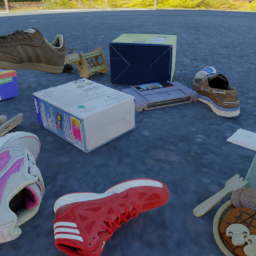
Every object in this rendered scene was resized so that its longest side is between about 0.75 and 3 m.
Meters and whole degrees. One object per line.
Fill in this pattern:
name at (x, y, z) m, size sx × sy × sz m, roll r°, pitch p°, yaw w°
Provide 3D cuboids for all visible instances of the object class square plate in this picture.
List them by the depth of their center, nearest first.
square plate at (3.467, 0.302, 8.081) m, size 0.901 × 0.129 × 0.909 m, roll 23°, pitch 35°, yaw 35°

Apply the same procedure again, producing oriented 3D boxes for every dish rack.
dish rack at (-2.474, -2.380, 8.352) m, size 1.689 × 0.461 × 1.295 m, roll -1°, pitch 18°, yaw 11°

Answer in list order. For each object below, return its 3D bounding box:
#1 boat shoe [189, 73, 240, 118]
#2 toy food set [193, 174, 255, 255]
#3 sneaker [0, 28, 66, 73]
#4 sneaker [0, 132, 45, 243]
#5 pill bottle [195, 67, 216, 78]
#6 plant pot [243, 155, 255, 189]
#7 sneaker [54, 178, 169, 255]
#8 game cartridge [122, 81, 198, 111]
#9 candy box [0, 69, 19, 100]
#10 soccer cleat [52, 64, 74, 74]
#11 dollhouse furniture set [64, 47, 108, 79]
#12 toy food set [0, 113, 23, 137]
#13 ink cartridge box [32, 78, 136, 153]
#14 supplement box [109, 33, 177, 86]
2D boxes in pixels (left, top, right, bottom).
boat shoe at (3.230, -1.467, 10.380) m, size 1.070 × 1.072 × 2.961 m, roll -8°, pitch 29°, yaw -14°
toy food set at (2.197, 1.633, 4.782) m, size 1.508 × 0.438 × 2.184 m, roll -33°, pitch 36°, yaw -12°
sneaker at (-2.468, -1.851, 6.360) m, size 0.905 × 0.971 × 2.570 m, roll 22°, pitch 17°, yaw 26°
sneaker at (-2.220, 1.142, 5.560) m, size 1.280 × 1.180 × 2.901 m, roll 3°, pitch 37°, yaw 4°
pill bottle at (3.497, -2.352, 12.490) m, size 0.665 × 0.665 × 1.186 m, roll 16°, pitch 32°, yaw 28°
plant pot at (3.931, 0.626, 5.033) m, size 2.382 × 2.433 × 2.389 m, roll -13°, pitch 31°, yaw -24°
sneaker at (-0.235, 1.702, 4.949) m, size 2.181 × 0.854 × 1.260 m, roll -14°, pitch 37°, yaw 1°
game cartridge at (1.190, -1.309, 10.805) m, size 2.536 × 0.487 × 1.644 m, roll -12°, pitch 34°, yaw -21°
candy box at (-6.114, -1.817, 10.983) m, size 2.455 × 1.119 × 2.904 m, roll -24°, pitch 37°, yaw -39°
soccer cleat at (-3.440, -2.910, 13.823) m, size 1.514 × 0.511 × 0.614 m, roll 6°, pitch 48°, yaw 11°
dollhouse furniture set at (-2.412, -2.868, 13.466) m, size 1.890 × 1.188 × 2.136 m, roll -7°, pitch 16°, yaw 46°
toy food set at (-4.677, -0.161, 8.282) m, size 2.458 × 0.742 × 1.764 m, roll 7°, pitch 29°, yaw 14°
ink cartridge box at (-1.491, -0.608, 8.687) m, size 2.990 × 1.141 × 2.040 m, roll 27°, pitch 38°, yaw 37°
supplement box at (0.786, -3.200, 12.843) m, size 2.680 × 1.799 × 2.677 m, roll 6°, pitch 29°, yaw 12°
